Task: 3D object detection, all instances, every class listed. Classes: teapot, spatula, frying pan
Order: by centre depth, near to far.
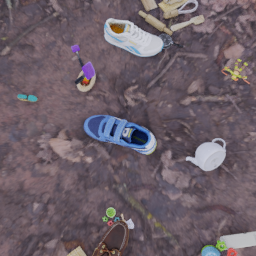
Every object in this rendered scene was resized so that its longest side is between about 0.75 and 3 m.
[{"bbox_3d":[-1.335,-1.544,8.370,0.151,1.467,0.415,-28,95,-27],"label":"spatula"},{"bbox_3d":[3.062,0.971,10.738,1.221,0.891,1.205,6,122,-32],"label":"teapot"},{"bbox_3d":[-2.103,-3.051,11.914,0.323,0.117,1.141,-21,80,-4],"label":"spatula"},{"bbox_3d":[1.740,-3.610,12.009,1.169,0.190,0.707,39,82,10],"label":"frying pan"}]

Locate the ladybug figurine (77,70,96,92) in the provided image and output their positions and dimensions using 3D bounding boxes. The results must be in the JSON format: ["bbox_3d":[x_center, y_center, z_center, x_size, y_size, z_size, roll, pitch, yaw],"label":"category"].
[{"bbox_3d":[-1.706,-1.971,11.565,0.728,0.386,1.072,22,80,4],"label":"ladybug figurine"}]

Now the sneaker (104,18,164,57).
[{"bbox_3d":[0.227,-3.739,11.582,2.574,1.040,0.985,17,78,2],"label":"sneaker"}]

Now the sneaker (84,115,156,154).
[{"bbox_3d":[-0.297,0.134,10.742,2.959,1.217,1.094,16,82,4],"label":"sneaker"}]

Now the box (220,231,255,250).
[{"bbox_3d":[4.117,4.127,10.260,1.331,0.547,0.455,-6,61,-2],"label":"box"}]

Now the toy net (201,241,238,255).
[{"bbox_3d":[3.730,4.959,10.111,2.134,0.412,1.119,42,102,0],"label":"toy net"}]

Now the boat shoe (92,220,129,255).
[{"bbox_3d":[-0.767,4.570,9.911,0.930,0.930,2.643,25,79,11],"label":"boat shoe"}]

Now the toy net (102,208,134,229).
[{"bbox_3d":[-0.348,3.530,10.575,1.206,0.233,0.633,30,80,5],"label":"toy net"}]

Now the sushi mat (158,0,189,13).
[{"bbox_3d":[2.023,-5.569,12.424,1.279,0.077,0.612,-33,80,-7],"label":"sushi mat"}]

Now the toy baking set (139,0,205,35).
[{"bbox_3d":[1.868,-5.091,12.147,2.745,0.319,2.107,41,85,7],"label":"toy baking set"}]

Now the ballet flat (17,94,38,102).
[{"bbox_3d":[-4.089,-1.214,11.480,0.848,0.300,0.300,9,79,-2],"label":"ballet flat"}]

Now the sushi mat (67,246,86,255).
[{"bbox_3d":[-1.620,5.305,10.292,0.828,0.105,1.731,-37,81,-7],"label":"sushi mat"}]

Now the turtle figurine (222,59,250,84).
[{"bbox_3d":[4.581,-2.322,11.630,1.223,0.394,0.987,28,72,16],"label":"turtle figurine"}]
